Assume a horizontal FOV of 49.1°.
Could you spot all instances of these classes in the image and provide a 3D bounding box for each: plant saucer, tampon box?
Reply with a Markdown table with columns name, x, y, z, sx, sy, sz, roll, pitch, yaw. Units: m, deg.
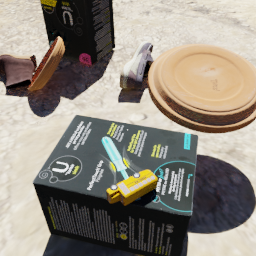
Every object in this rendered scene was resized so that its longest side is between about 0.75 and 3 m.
| name | x | y | z | sx | sy | sz | roll | pitch | yaw |
| --- | --- | --- | --- | --- | --- | --- | --- | --- | --- |
| plant saucer | 1.780 | -1.062 | 6.332 | 2.664 | 0.430 | 2.664 | 0 | 54 | -1 |
| tampon box | -1.932 | -4.385 | 11.027 | 2.202 | 2.939 | 1.855 | 20 | 46 | 23 |
| tampon box | -0.101 | 1.106 | 5.517 | 2.613 | 1.649 | 1.958 | 10 | 41 | 11 |
| plant saucer | -2.706 | -2.105 | 9.441 | 0.381 | 2.037 | 2.037 | 30 | 32 | -26 |

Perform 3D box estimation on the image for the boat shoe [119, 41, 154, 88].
| name | x | y | z | sx | sy | sz | roll | pitch | yaw |
| --- | --- | --- | --- | --- | --- | --- | --- | --- | --- |
| boat shoe | 0.510 | -2.238 | 10.102 | 0.893 | 0.991 | 2.756 | 20 | 43 | 9 |

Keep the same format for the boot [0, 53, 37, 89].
| name | x | y | z | sx | sy | sz | roll | pitch | yaw |
| --- | --- | --- | --- | --- | --- | --- | --- | --- | --- |
| boot | -4.206 | -1.981 | 9.945 | 1.908 | 0.690 | 1.587 | -10 | 48 | 5 |

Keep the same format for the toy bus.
| name | x | y | z | sx | sy | sz | roll | pitch | yaw |
| --- | --- | --- | --- | --- | --- | --- | --- | --- | --- |
| toy bus | 0.061 | 0.921 | 4.259 | 0.770 | 0.251 | 0.301 | -24 | 47 | -26 |
